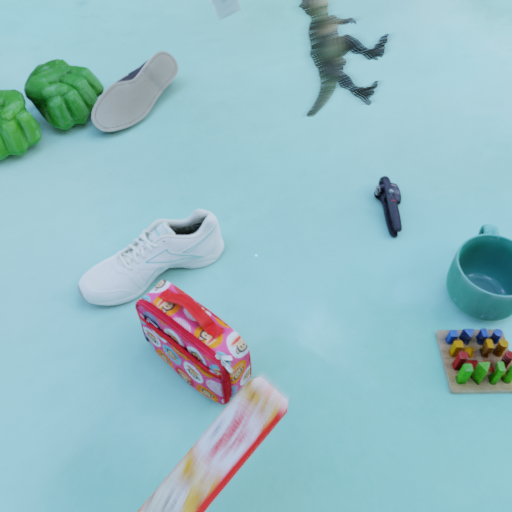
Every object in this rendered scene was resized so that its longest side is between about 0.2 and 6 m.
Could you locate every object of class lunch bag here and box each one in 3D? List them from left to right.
[{"bbox_3d":[-1.003,1.326,9.068,2.035,1.792,0.834,33,57,24],"label":"lunch bag"}]

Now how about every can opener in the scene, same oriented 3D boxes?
[{"bbox_3d":[2.845,-1.072,11.824,0.598,0.482,1.522,1,51,-1],"label":"can opener"}]

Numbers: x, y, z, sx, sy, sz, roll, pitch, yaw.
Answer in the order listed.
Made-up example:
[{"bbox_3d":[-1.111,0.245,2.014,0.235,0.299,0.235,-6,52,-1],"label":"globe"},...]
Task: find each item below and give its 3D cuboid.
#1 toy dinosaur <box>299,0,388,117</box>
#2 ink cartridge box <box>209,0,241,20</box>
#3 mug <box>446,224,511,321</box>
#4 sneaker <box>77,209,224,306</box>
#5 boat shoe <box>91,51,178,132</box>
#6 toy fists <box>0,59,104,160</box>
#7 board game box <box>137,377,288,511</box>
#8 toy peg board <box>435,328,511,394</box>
[{"bbox_3d":[1.495,-3.388,9.842,1.386,3.145,0.746,21,70,17],"label":"toy dinosaur"},{"bbox_3d":[-0.820,-5.443,10.933,0.537,1.266,0.922,-25,66,2],"label":"ink cartridge box"},{"bbox_3d":[4.323,0.388,10.287,1.418,1.067,1.726,37,59,26],"label":"mug"},{"bbox_3d":[-2.021,-0.084,10.612,2.959,1.186,1.041,-26,58,-18],"label":"sneaker"},{"bbox_3d":[-3.122,-4.035,14.146,0.917,1.063,2.925,-7,40,54],"label":"boat shoe"},{"bbox_3d":[-5.360,-3.531,13.323,3.580,1.231,1.825,-36,60,-26],"label":"toy fists"},{"bbox_3d":[-0.549,2.360,6.233,0.517,1.691,2.232,40,84,10],"label":"board game box"},{"bbox_3d":[3.849,1.679,9.568,1.198,0.586,1.193,0,52,-1],"label":"toy peg board"}]
